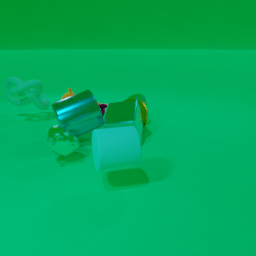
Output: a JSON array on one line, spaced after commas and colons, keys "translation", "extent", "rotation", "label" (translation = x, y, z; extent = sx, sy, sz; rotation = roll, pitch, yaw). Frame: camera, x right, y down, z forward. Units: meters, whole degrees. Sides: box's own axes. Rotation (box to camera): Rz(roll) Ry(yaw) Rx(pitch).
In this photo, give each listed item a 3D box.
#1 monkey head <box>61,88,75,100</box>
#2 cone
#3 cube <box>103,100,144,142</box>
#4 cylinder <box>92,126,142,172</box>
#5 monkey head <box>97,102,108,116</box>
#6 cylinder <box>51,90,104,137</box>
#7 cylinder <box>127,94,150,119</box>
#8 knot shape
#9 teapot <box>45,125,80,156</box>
[{"translation": [-2.013, -0.835, 10.053], "extent": [0.711, 1.180, 0.849], "rotation": [7, -20, 26], "label": "monkey head"}, {"translation": [0.304, -0.193, 8.622], "extent": [1.161, 1.161, 1.166], "rotation": [10, -7, 29], "label": "cone"}, {"translation": [-0.094, -0.140, 7.352], "extent": [0.815, 0.815, 0.815], "rotation": [-5, 46, 15], "label": "cube"}, {"translation": [-0.224, 0.371, 5.066], "extent": [0.752, 0.752, 0.752], "rotation": [-5, 18, -15], "label": "cylinder"}, {"translation": [-1.190, -0.573, 9.194], "extent": [0.833, 0.698, 1.158], "rotation": [31, -21, -33], "label": "monkey head"}, {"translation": [-1.326, -0.339, 7.423], "extent": [1.067, 1.067, 1.067], "rotation": [-24, 24, -13], "label": "cylinder"}, {"translation": [0.330, -0.623, 9.232], "extent": [0.739, 0.739, 0.739], "rotation": [-6, 57, 9], "label": "cylinder"}, {"translation": [-3.400, -1.141, 9.711], "extent": [1.671, 0.772, 1.564], "rotation": [-1, -23, 43], "label": "knot shape"}, {"translation": [-1.492, 0.340, 6.277], "extent": [0.774, 0.609, 1.244], "rotation": [33, -5, 14], "label": "teapot"}]
